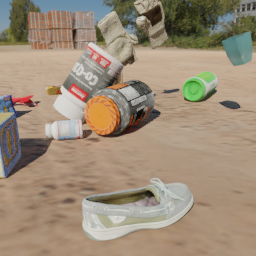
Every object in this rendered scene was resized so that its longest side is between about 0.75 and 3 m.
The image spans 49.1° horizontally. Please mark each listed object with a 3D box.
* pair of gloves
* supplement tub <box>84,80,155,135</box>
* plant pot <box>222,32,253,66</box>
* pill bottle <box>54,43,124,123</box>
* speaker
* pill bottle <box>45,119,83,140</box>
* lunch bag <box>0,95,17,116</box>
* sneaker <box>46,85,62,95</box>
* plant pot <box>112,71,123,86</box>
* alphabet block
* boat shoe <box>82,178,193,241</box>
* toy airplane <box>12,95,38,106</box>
[{"bbox_3d":[0.333,-3.592,10.654,2.722,2.315,0.477,-33,49,-9],"label":"pair of gloves"},{"bbox_3d":[-0.252,-0.717,9.560,1.543,1.543,2.518,11,23,28],"label":"supplement tub"},{"bbox_3d":[3.630,-2.540,9.133,0.649,0.919,0.649,-27,15,-21],"label":"plant pot"},{"bbox_3d":[-1.445,-1.546,9.999,1.477,2.594,1.477,34,8,-6],"label":"pill bottle"},{"bbox_3d":[3.690,-2.151,14.185,1.243,1.243,2.812,11,22,28],"label":"speaker"},{"bbox_3d":[-1.984,0.064,8.750,1.101,0.599,0.599,-4,20,-10],"label":"pill bottle"},{"bbox_3d":[-5.474,-0.614,10.545,1.885,0.887,1.419,-2,20,23],"label":"lunch bag"},{"bbox_3d":[-3.678,-2.120,15.068,1.460,0.547,0.658,-5,26,-17],"label":"sneaker"},{"bbox_3d":[-1.116,-2.631,15.171,1.773,1.773,1.546,0,2,0],"label":"plant pot"},{"bbox_3d":[-3.509,0.389,6.785,1.337,1.306,1.313,-2,17,-3],"label":"alphabet block"},{"bbox_3d":[0.243,1.325,4.984,2.168,0.695,0.799,-8,21,-22],"label":"boat shoe"},{"bbox_3d":[-5.275,-1.171,12.510,2.436,0.448,2.436,0,21,0],"label":"toy airplane"}]
